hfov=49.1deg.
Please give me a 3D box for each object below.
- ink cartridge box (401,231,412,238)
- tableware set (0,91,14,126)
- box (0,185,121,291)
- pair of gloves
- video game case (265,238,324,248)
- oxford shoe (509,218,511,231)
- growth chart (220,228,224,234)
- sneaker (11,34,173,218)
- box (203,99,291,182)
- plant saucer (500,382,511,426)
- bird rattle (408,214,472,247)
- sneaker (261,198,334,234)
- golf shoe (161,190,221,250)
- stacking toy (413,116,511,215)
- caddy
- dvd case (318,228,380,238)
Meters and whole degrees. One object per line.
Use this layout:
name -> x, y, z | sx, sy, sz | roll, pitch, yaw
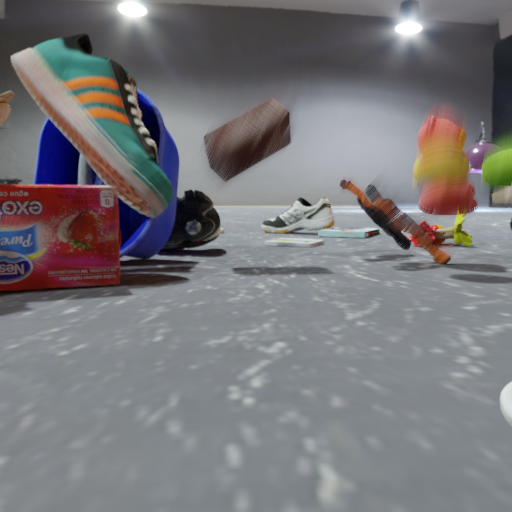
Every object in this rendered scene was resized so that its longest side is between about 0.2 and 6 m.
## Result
ink cartridge box -> 3.749, -0.484, 12.678 | 0.909, 0.307, 0.530 | 1, 6, 9
tableware set -> -4.120, -0.736, 6.199 | 2.764, 0.384, 3.309 | -44, 15, -33
box -> -2.853, -0.230, 6.390 | 2.421, 1.156, 1.207 | -3, 7, -23
pair of gloves -> 2.141, -0.555, 8.990 | 1.692, 0.235, 1.899 | 41, 3, -14
video game case -> 0.808, -0.272, 11.664 | 0.996, 0.114, 0.906 | 4, 7, 24
oxford shoe -> 6.553, -0.635, 10.988 | 1.350, 1.162, 3.198 | -12, 3, -34
growth chart -> -2.073, -0.742, 15.535 | 2.282, 0.202, 1.652 | -1, 7, -8
sneaker -> -1.977, -1.940, 7.650 | 1.260, 3.153, 1.125 | -38, -15, -17
box -> -0.110, -1.748, 8.422 | 1.292, 0.647, 0.484 | -32, 57, -16
plant saucer -> 1.463, 0.699, 2.015 | 1.088, 0.273, 1.088 | 0, 6, 0
bird rattle -> 3.743, -0.403, 11.579 | 1.330, 0.749, 1.084 | -13, -5, -3
sneaker -> 1.098, -1.106, 15.161 | 2.083, 0.913, 0.788 | -6, 6, 25
golf shoe -> -2.203, -0.504, 10.479 | 3.148, 1.215, 1.386 | 3, -14, 9
stacking toy -> 3.092, -1.314, 8.016 | 1.689, 0.788, 1.866 | -4, -19, 14
caddy -> -2.330, -1.223, 8.695 | 2.052, 2.903, 1.524 | 0, -11, 11
dvd case -> 2.401, -0.599, 14.328 | 1.200, 0.181, 1.644 | 3, 8, 25
